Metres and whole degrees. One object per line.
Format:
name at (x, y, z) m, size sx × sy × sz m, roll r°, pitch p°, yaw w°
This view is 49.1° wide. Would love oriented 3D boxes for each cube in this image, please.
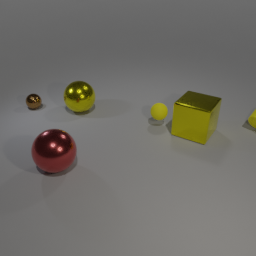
cube at (2.625, -0.444, 10.802) m, size 1.400 × 1.400 × 1.400 m, roll 18°, pitch 35°, yaw 27°

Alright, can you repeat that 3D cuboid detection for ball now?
ball at (-4.291, -1.218, 12.751) m, size 0.700 × 0.700 × 0.700 m, roll 0°, pitch 31°, yaw 0°
ball at (1.256, -0.663, 11.304) m, size 0.700 × 0.700 × 0.700 m, roll 0°, pitch 31°, yaw 0°
ball at (-2.337, 0.721, 8.896) m, size 1.400 × 1.400 × 1.400 m, roll 0°, pitch 31°, yaw 0°
ball at (-2.137, -1.381, 12.363) m, size 1.400 × 1.400 × 1.400 m, roll 0°, pitch 31°, yaw 0°

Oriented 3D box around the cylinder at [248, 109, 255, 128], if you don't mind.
cylinder at (5.242, -0.421, 11.038) m, size 0.700 × 0.700 × 0.700 m, roll 30°, pitch 69°, yaw 39°
